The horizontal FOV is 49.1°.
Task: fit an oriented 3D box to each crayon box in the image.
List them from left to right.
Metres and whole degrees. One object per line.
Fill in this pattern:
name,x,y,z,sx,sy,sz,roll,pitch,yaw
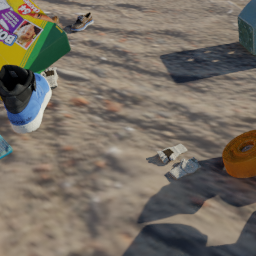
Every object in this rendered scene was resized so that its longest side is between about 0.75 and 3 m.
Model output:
crayon box,-2.850,-2.093,6.422,2.012,0.680,2.333,-42,74,-14

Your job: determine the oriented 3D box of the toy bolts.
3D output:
toy bolts,3.692,0.637,5.659,2.754,1.910,2.631,-46,18,-28

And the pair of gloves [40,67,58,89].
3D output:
pair of gloves,-2.837,-1.535,8.711,1.278,0.224,1.087,-7,42,-7

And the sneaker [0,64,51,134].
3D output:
sneaker,-1.725,-0.743,4.685,0.624,0.905,1.626,-6,39,-1

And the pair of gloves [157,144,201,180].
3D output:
pair of gloves,1.132,0.707,6.213,0.734,0.151,0.864,-18,45,-19

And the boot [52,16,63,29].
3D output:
boot,-3.306,-4.253,11.688,0.967,0.477,1.245,-18,53,-16

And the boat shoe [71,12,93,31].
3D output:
boat shoe,-1.982,-4.551,11.931,0.494,0.495,1.368,17,44,19

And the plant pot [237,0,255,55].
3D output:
plant pot,5.068,-3.655,9.926,1.967,1.926,1.931,-21,42,4

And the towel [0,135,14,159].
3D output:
towel,-3.318,0.581,6.376,1.168,0.127,0.857,-32,50,-31
